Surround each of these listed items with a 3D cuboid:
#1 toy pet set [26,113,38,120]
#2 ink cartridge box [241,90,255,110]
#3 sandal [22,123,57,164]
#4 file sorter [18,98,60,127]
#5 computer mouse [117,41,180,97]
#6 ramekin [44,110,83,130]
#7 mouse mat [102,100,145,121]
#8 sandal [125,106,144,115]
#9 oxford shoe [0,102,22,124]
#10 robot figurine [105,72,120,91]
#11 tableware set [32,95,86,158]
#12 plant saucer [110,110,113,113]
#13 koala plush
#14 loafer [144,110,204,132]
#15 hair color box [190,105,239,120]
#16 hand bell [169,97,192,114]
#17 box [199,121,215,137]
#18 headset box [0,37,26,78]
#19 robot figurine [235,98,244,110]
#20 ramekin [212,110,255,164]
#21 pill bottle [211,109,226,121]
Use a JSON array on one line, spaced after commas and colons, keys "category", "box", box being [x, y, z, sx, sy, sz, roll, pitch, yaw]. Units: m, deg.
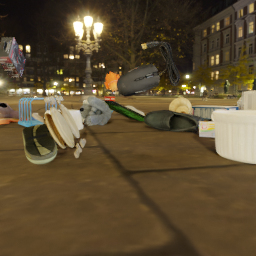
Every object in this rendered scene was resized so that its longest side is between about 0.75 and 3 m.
[{"category": "toy pet set", "box": [-4.785, -0.422, 14.515, 0.802, 0.426, 0.749, -1, -29, -34]}, {"category": "ink cartridge box", "box": [5.876, -0.909, 12.736, 0.668, 1.593, 1.398, -2, 7, -20]}, {"category": "sandal", "box": [-2.010, 0.373, 6.471, 0.813, 0.584, 2.048, -9, 25, -10]}, {"category": "file sorter", "box": [-4.078, -0.745, 12.839, 1.430, 1.264, 2.061, -5, 9, -34]}, {"category": "computer mouse", "box": [0.514, -2.108, 9.927, 2.426, 1.704, 0.558, -10, 5, 24]}, {"category": "ramekin", "box": [-2.650, -0.342, 11.427, 1.654, 0.770, 1.654, 0, 6, 0]}, {"category": "mouse mat", "box": [-0.159, -0.808, 13.868, 2.772, 0.104, 2.231, 23, -7, -32]}, {"category": "sandal", "box": [0.208, -0.833, 17.100, 0.882, 0.532, 2.167, -19, 27, -23]}, {"category": "oxford shoe", "box": [-6.099, -0.801, 14.259, 1.007, 1.029, 2.823, 0, 7, 0]}, {"category": "robot figurine", "box": [-0.804, -2.428, 14.800, 0.805, 1.119, 0.652, -14, -31, -10]}, {"category": "tableware set", "box": [-1.674, -0.036, 6.955, 0.461, 1.520, 2.299, -27, 8, 0]}, {"category": "plant saucer", "box": [-2.224, -1.121, 20.181, 2.342, 0.321, 2.342, -1, 7, 0]}, {"category": "koala plush", "box": [-1.732, -0.744, 13.285, 1.524, 1.351, 1.400, 6, -3, 43]}, {"category": "loafer", "box": [1.655, -0.288, 10.683, 2.422, 0.822, 0.850, 8, 1, 31]}, {"category": "hair color box", "box": [4.863, -0.886, 16.104, 1.271, 0.769, 2.541, -5, 8, -37]}, {"category": "hand bell", "box": [2.927, -0.718, 14.784, 1.281, 1.281, 2.460, 0, 19, 2]}, {"category": "box", "box": [2.866, 0.041, 9.350, 0.962, 0.488, 0.541, 2, 6, 15]}, {"category": "headset box", "box": [-4.653, -2.831, 11.148, 0.527, 1.044, 1.405, -2, -29, 3]}, {"category": "robot figurine", "box": [7.400, -1.253, 15.985, 2.288, 1.523, 2.698, 12, 3, -21]}, {"category": "ramekin", "box": [2.938, 0.140, 6.238, 2.072, 1.010, 2.072, 1, 7, 0]}, {"category": "pill bottle", "box": [4.598, -0.594, 13.979, 0.695, 0.695, 1.239, 4, 8, 33]}]
